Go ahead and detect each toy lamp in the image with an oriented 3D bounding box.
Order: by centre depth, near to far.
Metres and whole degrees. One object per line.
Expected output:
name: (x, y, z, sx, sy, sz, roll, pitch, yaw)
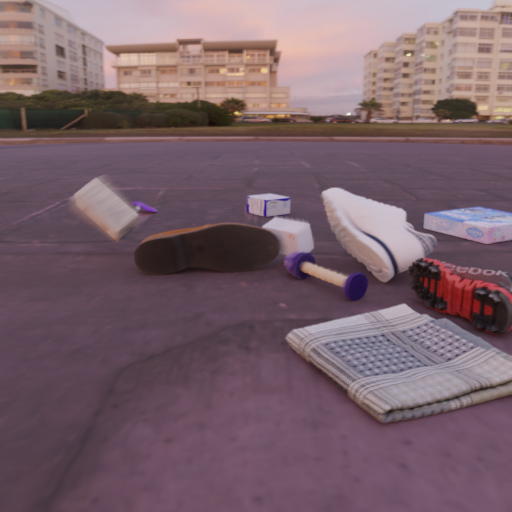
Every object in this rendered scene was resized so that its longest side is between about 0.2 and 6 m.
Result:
toy lamp: (1.094, 0.285, 9.319, 0.509, 0.509, 1.747, -10, 20, -33)

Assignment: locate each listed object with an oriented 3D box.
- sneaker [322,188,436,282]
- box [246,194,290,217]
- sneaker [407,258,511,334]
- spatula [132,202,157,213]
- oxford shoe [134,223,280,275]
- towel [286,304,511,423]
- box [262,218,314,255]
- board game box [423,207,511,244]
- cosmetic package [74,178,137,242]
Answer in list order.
sneaker: (2.129, -0.556, 10.309, 1.091, 1.035, 2.710, -30, 40, -4)
box: (0.337, -1.424, 15.711, 0.872, 0.498, 0.948, -10, 17, -35)
sneaker: (3.084, 0.498, 8.057, 0.984, 0.712, 2.013, -8, 19, -26)
spatula: (-3.398, -1.159, 15.181, 0.613, 0.223, 2.169, 26, 25, 12)
oxford shoe: (-0.874, -0.232, 10.308, 2.607, 0.930, 0.929, -2, 19, -3)
towel: (1.729, 1.108, 6.423, 2.141, 0.370, 2.061, -5, 16, -22)
box: (0.588, -0.344, 10.412, 0.842, 0.523, 0.410, 15, 38, 42)
board game box: (5.406, -0.764, 13.364, 1.927, 0.420, 1.937, -9, 17, -27)
cosmetic package: (-2.953, -0.907, 11.060, 0.592, 1.146, 0.500, -45, -7, -25)
